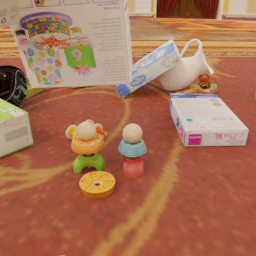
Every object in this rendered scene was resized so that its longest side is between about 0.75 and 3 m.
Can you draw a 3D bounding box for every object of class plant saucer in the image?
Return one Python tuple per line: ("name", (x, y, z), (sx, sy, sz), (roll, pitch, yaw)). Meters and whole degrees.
("plant saucer", (-4.104, -1.516, 10.687), (1.689, 0.404, 1.687), (8, 27, 15))

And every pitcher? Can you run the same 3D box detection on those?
("pitcher", (2.103, -2.372, 10.683), (1.868, 1.602, 1.132), (-23, -23, 32))

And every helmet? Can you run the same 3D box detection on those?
("helmet", (-3.963, -1.324, 9.015), (1.521, 1.521, 1.450), (-3, 1, -7))

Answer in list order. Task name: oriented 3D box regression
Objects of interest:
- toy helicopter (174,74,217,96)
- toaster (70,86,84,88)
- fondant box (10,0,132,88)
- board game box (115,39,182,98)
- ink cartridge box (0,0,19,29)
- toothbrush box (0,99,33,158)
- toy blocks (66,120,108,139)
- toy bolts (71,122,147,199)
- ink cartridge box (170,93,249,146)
("toy helicopter", (2.487, -1.304, 10.225), (1.708, 0.674, 1.130), (-18, 39, -13))
("toaster", (-2.134, -2.223, 11.467), (0.881, 0.775, 1.364), (-24, 59, -34))
("fondant box", (-0.997, -2.044, 4.779), (1.951, 2.705, 0.788), (-2, 38, 5))
("board game box", (0.793, -2.362, 10.816), (2.485, 0.542, 2.498), (-29, 19, 18))
("ink cartridge box", (-1.815, -2.044, 3.348), (0.393, 2.005, 0.997), (44, 52, 10))
("toothbrush box", (-3.669, -0.040, 7.001), (2.172, 0.935, 1.582), (23, 34, 37))
("toy blocks", (-0.926, 0.197, 7.146), (0.907, 0.395, 1.089), (-21, 33, -36))
("toy bolts", (-0.351, 0.514, 5.682), (1.566, 1.086, 1.496), (-5, 26, -10))
("ink cartridge box", (2.135, -0.336, 8.083), (1.600, 0.563, 2.681), (-1, 29, -2))
